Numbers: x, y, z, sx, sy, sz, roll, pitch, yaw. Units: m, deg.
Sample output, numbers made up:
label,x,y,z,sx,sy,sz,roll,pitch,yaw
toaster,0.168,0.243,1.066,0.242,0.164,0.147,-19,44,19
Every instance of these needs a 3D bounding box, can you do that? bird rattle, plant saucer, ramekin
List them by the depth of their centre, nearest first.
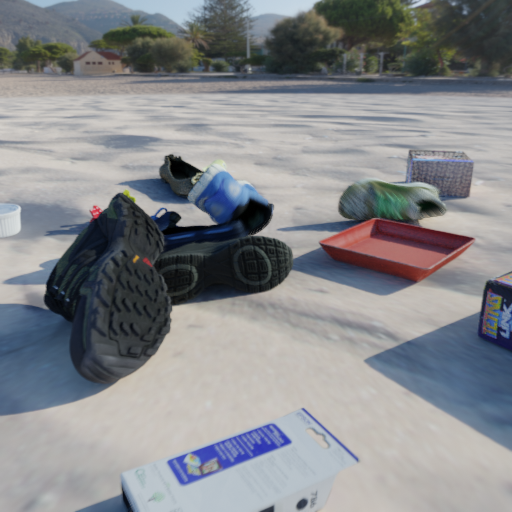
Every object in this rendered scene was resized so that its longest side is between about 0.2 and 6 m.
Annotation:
label,x,y,z,sx,sy,sz,roll,pitch,yaw
plant saucer,2.093,-0.097,8.316,1.733,0.318,1.730,15,25,38
ramekin,-4.445,-0.582,9.515,0.869,0.423,0.869,0,20,0
bird rattle,-2.409,-0.745,9.914,0.828,0.572,1.015,24,30,16

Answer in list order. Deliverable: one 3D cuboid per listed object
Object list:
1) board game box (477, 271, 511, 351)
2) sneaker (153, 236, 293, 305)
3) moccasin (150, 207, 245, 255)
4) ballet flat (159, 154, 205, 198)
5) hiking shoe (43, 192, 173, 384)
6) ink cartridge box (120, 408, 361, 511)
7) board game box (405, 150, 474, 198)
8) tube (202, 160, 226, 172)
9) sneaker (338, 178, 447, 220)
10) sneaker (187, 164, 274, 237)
label,x,y,z,sx,sy,sz,roll,pitch,yaw
board game box,3.990,0.594,5.762,2.577,0.731,2.130,-13,21,-32
sneaker,-0.515,0.072,7.259,2.034,0.772,0.923,-5,15,-19
moccasin,-1.221,-0.321,8.190,2.273,0.775,0.915,4,22,8
ballet flat,-1.576,-1.843,12.714,0.949,0.653,2.817,-9,21,-23
hiking shoe,-1.673,0.470,6.038,1.318,0.992,2.619,-36,31,19
ink cartridge box,-0.091,1.529,3.778,1.482,0.290,0.737,-12,22,-26
board game box,4.092,-1.889,12.655,1.277,0.776,1.602,4,19,10
tube,-1.004,-2.013,13.517,0.460,0.412,1.587,7,19,0
sneaker,2.481,-0.940,9.975,2.042,0.785,0.905,-5,19,-13
sneaker,-0.235,-0.663,8.842,1.022,0.901,2.293,42,9,15
